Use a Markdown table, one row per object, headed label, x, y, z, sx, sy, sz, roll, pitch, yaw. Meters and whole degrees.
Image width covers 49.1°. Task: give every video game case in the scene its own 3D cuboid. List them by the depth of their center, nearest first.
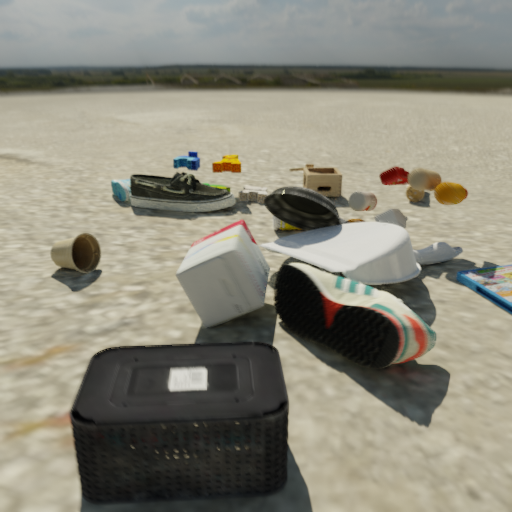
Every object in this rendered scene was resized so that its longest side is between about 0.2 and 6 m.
| label | x | y | z | sx | sy | sz | roll | pitch | yaw |
| --- | --- | --- | --- | --- | --- | --- | --- | --- | --- |
| video game case | 4.544 | 0.632 | 9.139 | 1.513 | 0.188 | 2.113 | -7 | 22 | -15 |

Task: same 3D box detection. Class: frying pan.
| label | x | y | z | sx | sy | sz | roll | pitch | yaw |
| --- | --- | --- | --- | --- | --- | --- | --- | --- | --- |
| frying pan | 1.378 | -0.751 | 10.623 | 2.556 | 0.416 | 1.546 | 16 | -18 | 12 |

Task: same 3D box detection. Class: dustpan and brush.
| label | x | y | z | sx | sy | sz | roll | pitch | yaw |
| --- | --- | --- | --- | --- | --- | --- | --- | --- | --- |
| dustpan and brush | 2.278 | -0.018 | 10.030 | 3.755 | 1.075 | 2.621 | -18 | 18 | -24 |

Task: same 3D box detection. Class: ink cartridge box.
| label | x | y | z | sx | sy | sz | roll | pitch | yaw |
| --- | --- | --- | --- | --- | --- | --- | --- | --- | --- |
| ink cartridge box | -0.465 | 0.250 | 8.585 | 0.997 | 1.002 | 1.379 | -24 | 17 | 13 |

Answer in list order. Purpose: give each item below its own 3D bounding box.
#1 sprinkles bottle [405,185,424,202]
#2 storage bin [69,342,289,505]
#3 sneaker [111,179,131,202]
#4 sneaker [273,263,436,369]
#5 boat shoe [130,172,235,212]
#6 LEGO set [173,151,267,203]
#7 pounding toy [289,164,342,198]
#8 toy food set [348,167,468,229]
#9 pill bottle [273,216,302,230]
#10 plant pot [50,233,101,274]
| label | x | y | z | sx | sy | sz | roll | pitch | yaw |
| --- | --- | --- | --- | --- | --- | --- | --- | --- | --- |
| sprinkles bottle | 4.348 | -1.873 | 15.287 | 0.489 | 0.489 | 1.434 | 6 | 21 | 15 |
| storage bin | -0.708 | 1.592 | 5.591 | 1.975 | 0.926 | 1.335 | -2 | 21 | -3 |
| sneaker | -3.370 | -1.845 | 15.175 | 0.870 | 0.530 | 1.333 | -12 | 25 | -25 |
| sneaker | 1.341 | 0.817 | 7.963 | 1.229 | 0.925 | 2.629 | 6 | 13 | -37 |
| boat shoe | -1.896 | -1.649 | 14.146 | 2.752 | 0.876 | 0.973 | 3 | 21 | 8 |
| LEGO set | -1.077 | -2.240 | 15.314 | 3.107 | 1.185 | 1.275 | 6 | 22 | 12 |
| pounding toy | 1.582 | -2.082 | 15.543 | 1.335 | 0.695 | 1.520 | -1 | 21 | -2 |
| toy food set | 3.009 | -1.148 | 11.617 | 2.455 | 1.172 | 1.104 | -27 | -13 | 35 |
| pill bottle | 0.897 | -0.859 | 12.521 | 1.039 | 0.568 | 0.568 | 0 | 21 | 0 |
| plant pot | -3.369 | -0.046 | 10.323 | 0.679 | 0.742 | 0.742 | -1 | 18 | 30 |
